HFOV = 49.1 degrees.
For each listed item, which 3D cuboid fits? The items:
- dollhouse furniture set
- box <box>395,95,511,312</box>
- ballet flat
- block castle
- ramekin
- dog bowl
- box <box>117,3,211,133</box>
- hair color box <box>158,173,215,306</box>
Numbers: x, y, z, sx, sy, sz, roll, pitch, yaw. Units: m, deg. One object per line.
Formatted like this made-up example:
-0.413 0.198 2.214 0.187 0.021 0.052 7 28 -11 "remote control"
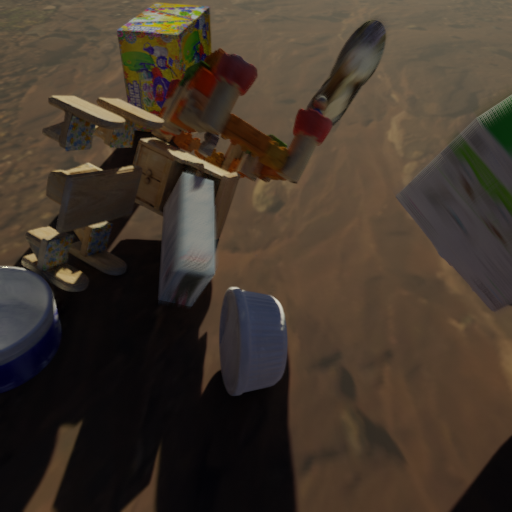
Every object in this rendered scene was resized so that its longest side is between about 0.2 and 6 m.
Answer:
-1.771 -0.892 8.600 1.807 2.551 2.777 27 23 17 "dollhouse furniture set"
3.150 -0.596 7.153 1.009 1.841 2.087 -33 79 -29 "box"
1.607 -3.035 9.699 0.736 2.047 0.736 26 29 -16 "ballet flat"
-0.339 -2.211 8.944 1.979 1.390 2.962 28 -4 -26 "block castle"
-0.049 1.069 7.109 0.626 1.345 1.345 0 38 -15 "ramekin"
-3.630 0.990 7.612 1.815 0.715 1.815 0 39 0 "dog bowl"
-1.968 -4.287 12.804 1.375 2.253 2.170 9 40 11 "box"
-1.050 -0.268 8.495 0.555 0.906 1.829 14 49 -22 "hair color box"
